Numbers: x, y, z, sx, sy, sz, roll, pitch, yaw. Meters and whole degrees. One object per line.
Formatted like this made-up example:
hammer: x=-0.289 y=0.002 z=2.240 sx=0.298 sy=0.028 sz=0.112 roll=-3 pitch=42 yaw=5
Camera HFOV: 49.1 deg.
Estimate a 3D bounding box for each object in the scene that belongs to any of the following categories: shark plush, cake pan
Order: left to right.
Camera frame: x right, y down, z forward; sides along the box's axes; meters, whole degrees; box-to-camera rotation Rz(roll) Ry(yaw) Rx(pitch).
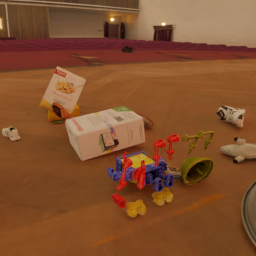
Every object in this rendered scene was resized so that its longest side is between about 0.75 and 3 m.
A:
shark plush: x=3.754 y=0.655 z=8.587 sx=1.670 sy=0.759 sz=0.695 roll=-5 pitch=-10 yaw=-1
cake pan: x=3.567 y=1.549 z=5.026 sx=2.818 sy=0.517 sz=2.818 roll=-6 pitch=33 yaw=4

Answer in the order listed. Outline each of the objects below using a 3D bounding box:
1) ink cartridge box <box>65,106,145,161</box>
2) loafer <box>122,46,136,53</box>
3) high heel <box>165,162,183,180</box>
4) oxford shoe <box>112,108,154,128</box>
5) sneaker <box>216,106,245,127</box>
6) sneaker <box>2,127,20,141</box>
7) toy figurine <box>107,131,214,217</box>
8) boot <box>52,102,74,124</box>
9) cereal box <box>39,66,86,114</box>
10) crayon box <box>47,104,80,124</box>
ink cartridge box: x=-0.774 y=0.100 z=9.187 sx=2.191 sy=0.920 sz=1.587 roll=-15 pitch=24 yaw=-20
loafer: x=0.012 y=-2.995 z=10.589 sx=0.292 sy=0.256 sz=0.813 roll=-25 pitch=29 yaw=-24
high heel: x=1.319 y=1.152 z=7.580 sx=0.579 sy=0.290 sz=0.812 roll=-2 pitch=24 yaw=-17
oxford shoe: x=0.067 y=-0.216 z=11.108 sx=1.912 sy=0.673 sz=0.715 roll=11 pitch=53 yaw=18
sneaker: x=4.163 y=-0.490 z=11.487 sx=1.117 sy=0.685 sz=1.716 roll=7 pitch=21 yaw=23
sneaker: x=-4.259 y=0.125 z=10.174 sx=1.059 sy=0.429 sz=0.398 roll=16 pitch=27 yaw=41
toy figurine: x=0.525 y=0.771 z=6.943 sx=2.947 sy=1.555 sz=1.766 roll=-14 pitch=19 yaw=-33
boot: x=-2.190 y=-0.398 z=9.499 sx=0.415 sy=1.126 sz=0.871 roll=-44 pitch=11 yaw=-2
cereal box: x=-2.346 y=-1.266 z=10.130 sx=1.148 sy=1.596 sz=0.315 roll=23 pitch=-10 yaw=-15
crayon box: x=-2.907 y=-0.770 z=12.488 sx=1.315 sy=0.526 sz=2.071 roll=-7 pitch=22 yaw=-19
